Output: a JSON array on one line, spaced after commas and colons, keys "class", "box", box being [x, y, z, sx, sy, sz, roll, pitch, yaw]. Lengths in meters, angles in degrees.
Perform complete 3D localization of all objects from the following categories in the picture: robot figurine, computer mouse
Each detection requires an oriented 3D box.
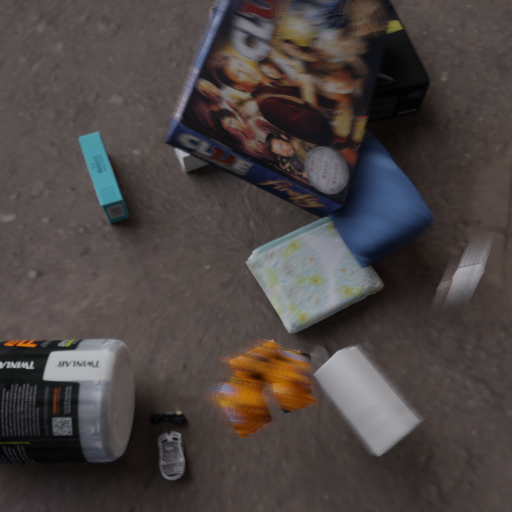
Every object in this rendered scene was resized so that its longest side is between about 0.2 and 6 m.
[{"class": "robot figurine", "box": [0.113, 1.716, 7.705, 1.471, 2.028, 0.590, -26, 98, -2]}, {"class": "computer mouse", "box": [-1.402, 3.083, 9.088, 0.600, 0.240, 1.095, -6, 58, -8]}]

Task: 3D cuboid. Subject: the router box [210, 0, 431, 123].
[{"class": "router box", "box": [1.258, -4.250, 12.174, 4.011, 1.048, 3.154, -12, 65, -6]}]

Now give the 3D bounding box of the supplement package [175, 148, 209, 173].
[{"class": "supplement package", "box": [-1.136, -2.206, 11.462, 0.952, 0.558, 0.556, -21, 66, -10]}]

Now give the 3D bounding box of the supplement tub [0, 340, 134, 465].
[{"class": "supplement tub", "box": [-3.522, 2.225, 8.604, 3.024, 1.853, 1.853, -1, 64, -1]}]

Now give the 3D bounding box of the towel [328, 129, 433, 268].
[{"class": "towel", "box": [1.977, -1.161, 10.308, 1.547, 0.673, 2.772, -33, 47, 12]}]

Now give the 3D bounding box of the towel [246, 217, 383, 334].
[{"class": "towel", "box": [1.048, 0.306, 10.258, 2.002, 0.482, 1.714, -25, 68, -15]}]

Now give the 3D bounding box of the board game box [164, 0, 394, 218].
[{"class": "board game box", "box": [0.603, -3.390, 10.095, 3.134, 0.800, 4.626, 23, 68, -17]}]

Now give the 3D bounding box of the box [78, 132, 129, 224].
[{"class": "box", "box": [-3.009, -1.546, 11.064, 0.423, 0.709, 1.722, -20, 66, -10]}]

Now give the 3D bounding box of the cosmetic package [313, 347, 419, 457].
[{"class": "cosmetic package", "box": [1.661, 2.138, 8.431, 0.631, 0.801, 1.488, -49, 64, 18]}]

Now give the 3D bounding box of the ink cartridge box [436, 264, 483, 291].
[{"class": "ink cartridge box", "box": [3.097, 0.330, 8.604, 0.636, 0.722, 0.161, -15, 75, 9]}]
